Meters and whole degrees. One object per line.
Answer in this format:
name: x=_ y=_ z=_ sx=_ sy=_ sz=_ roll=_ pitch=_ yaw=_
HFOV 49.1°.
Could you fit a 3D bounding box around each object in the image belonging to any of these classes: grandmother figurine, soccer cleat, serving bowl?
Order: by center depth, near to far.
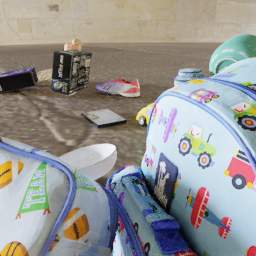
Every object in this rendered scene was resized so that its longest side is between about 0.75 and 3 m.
serving bowl: x=-0.755 y=0.679 z=4.910 sx=1.232 sy=0.405 sz=1.232 roll=-13 pitch=13 yaw=3
soccer cleat: x=-0.439 y=-1.727 z=11.483 sx=2.006 sy=0.734 sz=0.684 roll=11 pitch=23 yaw=26
grandmother figurine: x=-2.370 y=-2.437 z=11.614 sx=0.702 sy=2.319 sz=1.406 roll=15 pitch=-22 yaw=-40

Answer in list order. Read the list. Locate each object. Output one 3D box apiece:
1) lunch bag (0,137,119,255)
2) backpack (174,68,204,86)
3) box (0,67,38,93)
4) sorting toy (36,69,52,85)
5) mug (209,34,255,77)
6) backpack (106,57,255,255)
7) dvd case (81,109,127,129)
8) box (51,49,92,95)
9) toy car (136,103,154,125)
lunch bag: x=-1.155 y=1.112 z=2.203 sx=1.779 sy=2.220 sz=0.839 roll=12 pitch=-21 yaw=33
backpack: x=2.598 y=-2.050 z=12.044 sx=1.195 sy=0.959 sz=1.306 roll=6 pitch=25 yaw=24
box: x=-4.927 y=-2.102 z=12.222 sx=1.733 sy=0.683 sz=1.223 roll=-13 pitch=21 yaw=-7
sorting toy: x=-3.659 y=-2.479 z=13.368 sx=2.064 sy=0.276 sz=1.537 roll=-5 pitch=34 yaw=22
mug: x=4.697 y=-2.493 z=11.439 sx=2.673 sy=2.196 sz=1.653 roll=21 pitch=44 yaw=36
backpack: x=0.780 y=0.725 z=2.425 sx=1.703 sy=2.532 sz=2.311 roll=-6 pitch=22 yaw=-16
dvd case: x=-0.758 y=-0.311 z=8.610 sx=0.959 sy=0.118 sz=1.344 roll=-11 pitch=24 yaw=-27
box: x=-2.013 y=-2.049 z=10.064 sx=0.718 sy=1.365 sz=1.667 roll=15 pitch=21 yaw=11
toy car: x=1.375 y=-0.029 z=7.069 sx=2.994 sy=0.668 sz=2.817 roll=7 pitch=21 yaw=18
